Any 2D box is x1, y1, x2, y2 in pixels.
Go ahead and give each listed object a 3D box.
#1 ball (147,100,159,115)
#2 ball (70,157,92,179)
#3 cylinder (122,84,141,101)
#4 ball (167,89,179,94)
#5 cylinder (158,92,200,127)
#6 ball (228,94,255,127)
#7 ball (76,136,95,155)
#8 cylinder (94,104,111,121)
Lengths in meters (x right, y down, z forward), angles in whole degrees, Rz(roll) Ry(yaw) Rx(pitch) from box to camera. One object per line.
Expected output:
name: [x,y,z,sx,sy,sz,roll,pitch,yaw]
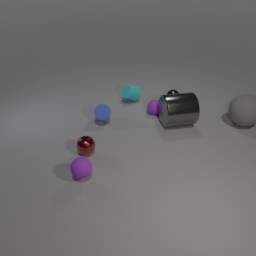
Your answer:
ball: [1.250,-0.978,13.106,0.700,0.700,0.700,0,31,0]
ball: [-1.509,1.277,9.041,0.700,0.700,0.700,0,31,0]
cylinder: [0.186,-1.779,14.090,0.700,0.700,0.700,9,20,-41]
ball: [2.264,-1.593,14.117,0.700,0.700,0.700,0,31,0]
cylinder: [2.168,-0.789,12.108,1.400,1.400,1.400,-6,32,-10]
ball: [5.066,-0.762,12.066,1.400,1.400,1.400,0,31,0]
ball: [-1.554,0.629,10.331,0.700,0.700,0.700,0,31,0]
cylinder: [-1.114,-0.673,12.278,0.700,0.700,0.700,-3,-1,-4]
